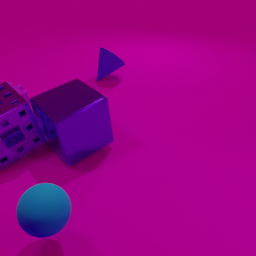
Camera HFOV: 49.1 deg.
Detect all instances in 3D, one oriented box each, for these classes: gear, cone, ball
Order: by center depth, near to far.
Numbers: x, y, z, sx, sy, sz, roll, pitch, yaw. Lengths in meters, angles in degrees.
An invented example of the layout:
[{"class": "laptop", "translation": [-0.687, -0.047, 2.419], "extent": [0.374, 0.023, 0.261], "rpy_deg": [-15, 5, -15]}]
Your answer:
[{"class": "ball", "translation": [-1.302, 1.275, 4.366], "extent": [0.818, 0.818, 0.818], "rpy_deg": [0, 34, 0]}, {"class": "gear", "translation": [-3.927, -0.731, 8.278], "extent": [1.893, 0.350, 1.893], "rpy_deg": [-2, 39, 2]}, {"class": "cone", "translation": [-0.840, -2.142, 10.135], "extent": [1.088, 1.092, 1.088], "rpy_deg": [32, 1, -1]}]

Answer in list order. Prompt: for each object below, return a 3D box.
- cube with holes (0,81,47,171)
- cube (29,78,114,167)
[{"class": "cube with holes", "translation": [-2.869, -0.075, 6.417], "extent": [1.219, 1.219, 1.219], "rpy_deg": [-35, 49, -24]}, {"class": "cube", "translation": [-1.292, -0.169, 6.621], "extent": [1.315, 1.315, 1.315], "rpy_deg": [-30, 45, -27]}]
